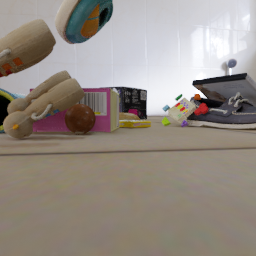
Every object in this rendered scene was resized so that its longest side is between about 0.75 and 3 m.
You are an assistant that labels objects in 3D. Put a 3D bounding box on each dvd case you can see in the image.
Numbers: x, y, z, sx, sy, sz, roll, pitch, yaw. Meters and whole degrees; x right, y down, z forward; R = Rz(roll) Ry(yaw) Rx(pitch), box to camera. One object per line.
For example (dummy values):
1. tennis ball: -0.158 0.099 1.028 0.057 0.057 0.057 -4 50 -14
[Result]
1. dvd case: 3.108 -0.785 7.888 2.314 0.203 1.651 30 -16 -34

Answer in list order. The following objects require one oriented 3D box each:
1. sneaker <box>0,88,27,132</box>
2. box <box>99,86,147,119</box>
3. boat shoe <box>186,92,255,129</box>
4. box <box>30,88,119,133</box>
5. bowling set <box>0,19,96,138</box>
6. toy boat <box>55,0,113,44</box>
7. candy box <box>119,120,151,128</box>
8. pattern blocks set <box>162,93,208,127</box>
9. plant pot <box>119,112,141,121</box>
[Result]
1. sneaker: -3.317 -0.436 5.698 2.680 1.066 1.749 -1 2 -8
2. box: -0.205 -1.251 14.442 1.461 1.683 2.547 2 4 31
3. boat shoe: 2.613 -0.465 7.257 1.065 0.919 2.930 -2 4 -31
4. box: -1.068 -0.398 6.325 1.623 0.892 1.845 0 3 4
5. bowling set: -1.592 -0.442 4.546 1.600 2.074 2.981 -33 20 -7
6. toy boat: -0.746 -2.660 5.805 0.971 1.756 2.089 31 -34 6
7. candy box: -0.151 -0.125 7.729 1.456 0.192 0.744 3 6 45
8. pattern blocks set: 1.543 -0.508 7.991 1.342 0.124 1.526 -35 28 13
9. plant pot: -0.522 -0.316 9.028 1.886 0.259 1.886 1 -2 0
